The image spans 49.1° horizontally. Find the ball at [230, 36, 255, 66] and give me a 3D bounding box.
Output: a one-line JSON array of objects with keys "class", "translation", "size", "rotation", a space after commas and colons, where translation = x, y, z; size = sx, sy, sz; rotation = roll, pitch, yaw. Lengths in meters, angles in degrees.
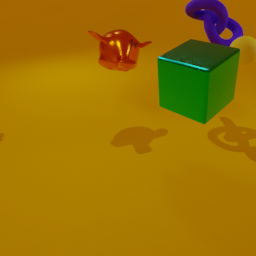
[{"class": "ball", "translation": [3.092, -2.042, 7.467], "size": [0.780, 0.780, 0.780], "rotation": [0, 30, 0]}]

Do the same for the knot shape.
[{"class": "knot shape", "translation": [2.591, -3.332, 8.550], "size": [1.934, 0.894, 1.810], "rotation": [38, 29, -20]}]

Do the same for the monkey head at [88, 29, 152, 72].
[{"class": "monkey head", "translation": [-0.175, -2.273, 8.166], "size": [1.991, 1.200, 1.432], "rotation": [3, 11, -21]}]

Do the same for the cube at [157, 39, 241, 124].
[{"class": "cube", "translation": [0.860, -0.601, 3.479], "size": [0.707, 0.707, 0.707], "rotation": [27, 49, 37]}]
